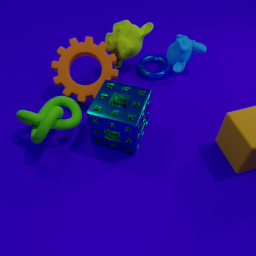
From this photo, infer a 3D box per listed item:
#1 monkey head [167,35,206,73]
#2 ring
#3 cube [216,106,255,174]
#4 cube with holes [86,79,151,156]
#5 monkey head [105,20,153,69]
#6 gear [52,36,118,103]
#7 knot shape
[{"bbox_3d":[1.966,-2.552,9.637,1.233,1.033,1.714,16,40,0],"label":"monkey head"},{"bbox_3d":[0.942,-2.207,10.032,1.224,0.245,1.224,0,51,0],"label":"ring"},{"bbox_3d":[3.251,0.282,7.392,1.195,1.195,1.195,-13,52,-11],"label":"cube"},{"bbox_3d":[-0.209,-0.292,7.793,1.338,1.338,1.338,15,53,11],"label":"cube with holes"},{"bbox_3d":[-0.001,-2.744,9.313,1.197,1.987,1.429,18,35,-46],"label":"monkey head"},{"bbox_3d":[-1.305,-1.778,8.621,1.968,0.364,1.968,0,87,-4],"label":"gear"},{"bbox_3d":[-2.296,-0.257,7.752,1.633,0.806,1.745,-1,26,27],"label":"knot shape"}]
